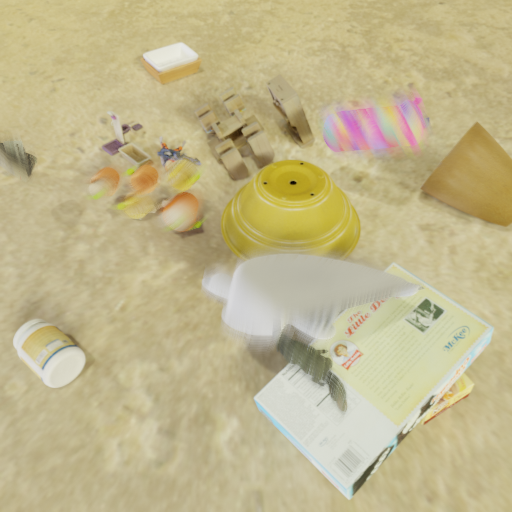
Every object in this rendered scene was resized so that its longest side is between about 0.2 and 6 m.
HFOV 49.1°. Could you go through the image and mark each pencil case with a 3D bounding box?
[{"bbox_3d":[2.272,-2.489,10.835,2.018,0.892,0.892,4,39,46],"label":"pencil case"}]

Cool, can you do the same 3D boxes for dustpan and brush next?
[{"bbox_3d":[0.245,0.574,8.841,2.710,1.111,3.883,-10,22,-36],"label":"dustpan and brush"}]

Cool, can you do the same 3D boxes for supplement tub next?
[{"bbox_3d":[-3.458,1.601,9.330,1.058,0.765,0.765,34,56,26],"label":"supplement tub"}]

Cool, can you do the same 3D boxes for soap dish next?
[{"bbox_3d":[-2.423,-5.496,15.996,1.418,0.576,1.115,-28,53,-23],"label":"soap dish"}]

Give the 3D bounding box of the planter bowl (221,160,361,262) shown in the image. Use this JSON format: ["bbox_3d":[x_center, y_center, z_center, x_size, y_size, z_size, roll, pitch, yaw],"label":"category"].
[{"bbox_3d":[0.732,-1.097,11.507,2.976,1.240,2.976,0,48,0],"label":"planter bowl"}]

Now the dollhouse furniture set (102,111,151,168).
[{"bbox_3d":[-2.904,-2.902,13.306,1.135,1.016,1.432,-36,57,-28],"label":"dollhouse furniture set"}]

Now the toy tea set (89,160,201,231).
[{"bbox_3d":[-2.240,-1.144,11.374,2.379,1.414,0.880,0,41,13],"label":"toy tea set"}]

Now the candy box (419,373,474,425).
[{"bbox_3d":[2.617,1.808,9.319,0.983,0.471,1.703,-25,51,-17],"label":"candy box"}]

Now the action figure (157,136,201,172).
[{"bbox_3d":[-1.872,-2.303,13.241,1.069,0.559,1.034,16,50,-23],"label":"action figure"}]

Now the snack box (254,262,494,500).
[{"bbox_3d":[1.838,1.780,8.757,3.357,0.623,1.950,-41,56,-16],"label":"snack box"}]

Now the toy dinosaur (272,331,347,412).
[{"bbox_3d":[0.602,1.415,8.233,2.078,0.916,0.493,36,92,14],"label":"toy dinosaur"}]

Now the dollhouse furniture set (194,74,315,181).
[{"bbox_3d":[0.019,-2.957,13.463,2.321,1.542,2.034,-31,51,2],"label":"dollhouse furniture set"}]

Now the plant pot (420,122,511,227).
[{"bbox_3d":[4.776,-1.543,11.743,1.895,1.766,1.766,40,57,10],"label":"plant pot"}]

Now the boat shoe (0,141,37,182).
[{"bbox_3d":[-4.463,-1.876,10.061,0.654,1.801,0.565,34,81,5],"label":"boat shoe"}]
